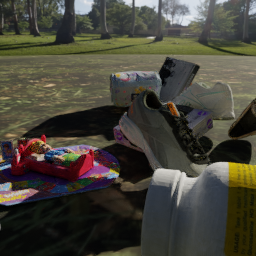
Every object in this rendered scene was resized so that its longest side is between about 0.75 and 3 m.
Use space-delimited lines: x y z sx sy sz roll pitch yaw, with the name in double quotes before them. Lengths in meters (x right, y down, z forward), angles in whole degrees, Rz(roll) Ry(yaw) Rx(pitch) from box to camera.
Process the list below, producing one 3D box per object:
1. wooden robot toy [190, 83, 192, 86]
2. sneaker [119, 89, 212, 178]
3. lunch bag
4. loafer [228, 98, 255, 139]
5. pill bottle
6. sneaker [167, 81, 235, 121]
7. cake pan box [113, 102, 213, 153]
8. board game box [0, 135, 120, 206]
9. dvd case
"wooden robot toy" 2.472 -1.393 11.366 0.939 0.967 2.131 -3 22 -22
"sneaker" 0.863 0.245 5.399 1.048 1.125 2.837 2 34 -44
"lunch bag" 0.210 -1.550 10.944 1.848 1.386 2.180 -5 3 -7
"loafer" 3.286 -0.318 6.792 0.839 0.959 2.669 -31 -16 -14
"pill bottle" 1.512 1.138 2.942 2.585 1.453 1.453 6 19 17
"sneaker" 2.120 -0.827 8.971 1.031 1.174 2.930 -1 2 -36
"cake pan box" 0.959 -0.016 7.425 1.877 0.533 2.038 20 39 42
"board game box" -1.632 0.622 5.914 2.966 0.577 2.343 -6 19 -21
"dvd case" 1.809 -1.941 11.719 0.316 1.920 2.555 23 11 -25
